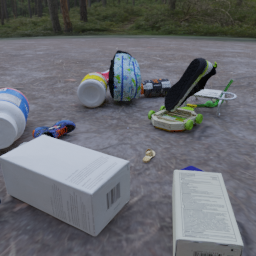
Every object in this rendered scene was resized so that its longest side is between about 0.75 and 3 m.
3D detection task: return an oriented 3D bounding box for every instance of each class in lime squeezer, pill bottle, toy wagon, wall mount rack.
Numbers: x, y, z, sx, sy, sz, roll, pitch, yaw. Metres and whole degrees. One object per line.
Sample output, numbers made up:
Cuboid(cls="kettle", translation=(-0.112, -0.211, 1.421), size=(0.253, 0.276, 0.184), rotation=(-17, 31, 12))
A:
Cuboid(cls="lime squeezer", translation=(4.123, -1.372, 13.658), size=(2.458, 0.868, 0.464), rotation=(-28, 40, 10))
Cuboid(cls="pill bottle", translation=(-1.765, -2.051, 14.381), size=(1.382, 1.382, 2.458), rotation=(0, 22, -1))
Cuboid(cls="toy wagon", translation=(2.154, -0.498, 11.892), size=(1.943, 0.496, 2.505), rotation=(17, 28, 37))
Cuboid(cls="wall mount rack", translation=(3.825, -1.403, 13.531), size=(2.701, 1.007, 2.347), rotation=(12, 30, 25))
Cuboid(cls="pill bottle", translation=(-4.539, -0.364, 10.250), size=(1.596, 1.596, 2.844), rotation=(-5, 25, -12))
Cuboid(cls="pill bottle", translation=(1.381, -2.191, 15.288), size=(1.722, 0.915, 0.915), rotation=(-7, 25, -15))

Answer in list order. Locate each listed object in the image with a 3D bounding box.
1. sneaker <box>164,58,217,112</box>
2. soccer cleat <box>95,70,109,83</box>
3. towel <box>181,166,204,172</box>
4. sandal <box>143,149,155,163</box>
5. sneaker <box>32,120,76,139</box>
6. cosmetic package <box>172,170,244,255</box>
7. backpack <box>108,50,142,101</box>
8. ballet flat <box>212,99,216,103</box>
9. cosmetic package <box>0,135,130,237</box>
Cuboid(cls="sneaker", translation=(2.636, -1.606, 11.592), size=(1.147, 2.771, 0.993), rotation=(16, 40, -28))
Cuboid(cls="soccer cleat", translation=(-1.556, -3.137, 17.781), size=(2.779, 0.927, 1.063), rotation=(-31, -4, -35))
Cuboid(cls="towel", translation=(1.968, 1.383, 7.992), size=(0.652, 0.219, 0.882), rotation=(-11, 25, -39))
Cuboid(cls="sandal", translation=(0.696, 0.822, 9.152), size=(0.311, 0.279, 0.849), rotation=(9, 25, 19))
Cuboid(cls="sneaker", translation=(-2.680, 0.185, 10.389), size=(1.591, 0.599, 0.624), rotation=(-20, 36, -20))
Cuboid(cls="cosmetic package", translation=(1.558, 1.881, 6.017), size=(1.197, 0.845, 2.312), rotation=(4, 23, 8))
Cuboid(cls="backpack", translation=(-0.208, -2.511, 14.438), size=(2.138, 2.268, 2.781), rotation=(13, 27, 7))
Cuboid(cls="ballet flat", translation=(4.632, -1.723, 14.717), size=(0.545, 0.545, 1.569), rotation=(2, 23, 4))
Cuboid(cls="cosmetic package", translation=(-1.555, 1.240, 6.976), size=(2.910, 1.234, 1.566), rotation=(13, 28, 30))
